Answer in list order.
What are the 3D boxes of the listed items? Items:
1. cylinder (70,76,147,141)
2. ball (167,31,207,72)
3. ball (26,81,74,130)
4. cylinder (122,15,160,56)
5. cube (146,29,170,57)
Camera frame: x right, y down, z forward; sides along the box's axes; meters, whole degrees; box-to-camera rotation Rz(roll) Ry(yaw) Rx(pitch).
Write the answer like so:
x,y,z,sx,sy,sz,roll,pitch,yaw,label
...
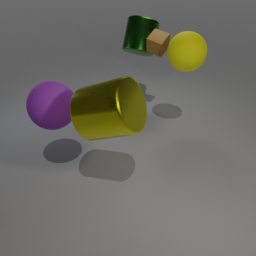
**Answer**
x,y,z,sx,sy,sz,roll,pitch,yaw,label
-0.456,-0.450,6.923,1.400,1.400,1.400,-9,23,31,cylinder
2.106,-2.726,10.018,1.400,1.400,1.400,0,30,0,ball
-2.167,-0.641,8.002,1.400,1.400,1.400,0,30,0,ball
0.552,-3.982,12.217,1.400,1.400,1.400,12,7,-1,cylinder
1.216,-3.443,11.336,0.700,0.700,0.700,27,65,19,cube
